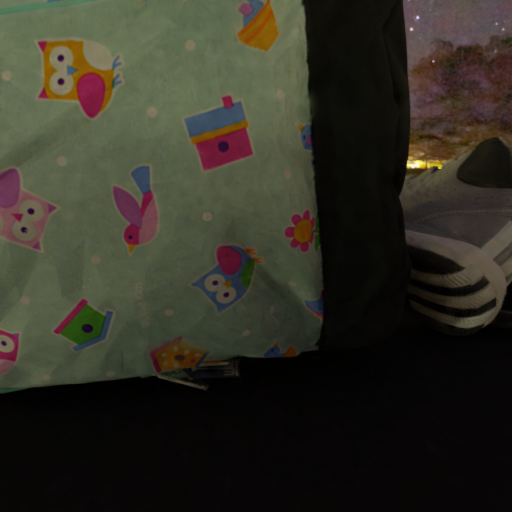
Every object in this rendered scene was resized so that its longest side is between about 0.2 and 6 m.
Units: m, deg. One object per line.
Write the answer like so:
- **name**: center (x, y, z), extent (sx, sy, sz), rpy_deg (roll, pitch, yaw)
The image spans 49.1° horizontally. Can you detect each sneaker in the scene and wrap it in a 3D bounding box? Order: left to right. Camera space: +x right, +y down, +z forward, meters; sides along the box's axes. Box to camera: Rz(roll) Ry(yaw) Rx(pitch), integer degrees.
- **sneaker**: center (1.523, -0.465, 5.688), extent (1.904, 1.237, 3.296), rpy_deg (-37, 31, -15)

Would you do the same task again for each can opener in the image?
- **can opener**: center (2.665, 0.398, 4.539), extent (1.996, 0.785, 0.633), rpy_deg (6, -33, 47)

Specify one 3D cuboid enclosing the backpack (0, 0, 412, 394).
- **backpack**: center (-0.901, -0.545, 3.628), extent (3.587, 2.993, 2.270), rpy_deg (-6, 13, -1)
